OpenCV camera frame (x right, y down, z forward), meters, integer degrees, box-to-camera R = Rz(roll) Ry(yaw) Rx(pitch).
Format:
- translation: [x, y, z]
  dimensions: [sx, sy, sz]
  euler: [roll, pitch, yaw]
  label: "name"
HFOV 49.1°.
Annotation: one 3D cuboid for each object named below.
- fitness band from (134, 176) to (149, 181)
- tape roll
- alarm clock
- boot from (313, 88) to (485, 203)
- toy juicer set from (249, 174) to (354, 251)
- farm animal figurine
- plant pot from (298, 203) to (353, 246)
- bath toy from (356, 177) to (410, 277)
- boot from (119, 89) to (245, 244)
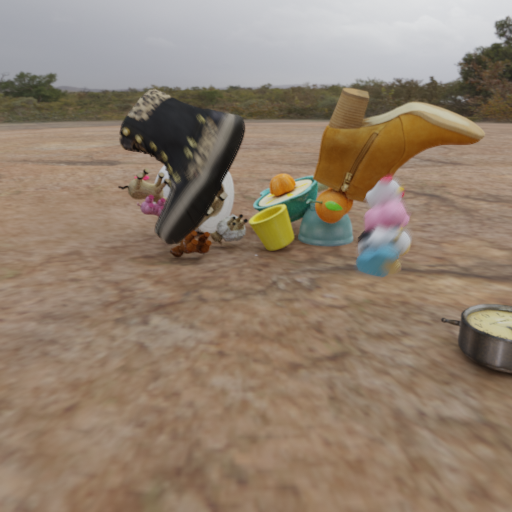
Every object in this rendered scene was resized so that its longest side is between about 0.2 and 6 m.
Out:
- translation: [-3.534, -2.398, 17.300]
  dimensions: [0.500, 0.094, 0.359]
  euler: [15, 25, 42]
  label: "fitness band"
- translation: [-1.214, -1.187, 11.064]
  dimensions: [0.965, 1.406, 1.406]
  euler: [10, 20, 32]
  label: "tape roll"
- translation: [2.692, 0.914, 5.750]
  dimensions: [0.963, 0.475, 1.428]
  euler: [-7, 16, -23]
  label: "alarm clock"
- translation: [2.267, -1.640, 9.246]
  dimensions: [2.442, 1.748, 0.859]
  euler: [16, 31, 6]
  label: "boot"
- translation: [0.948, -1.312, 10.889]
  dimensions: [2.132, 0.912, 3.351]
  euler: [-23, 17, 10]
  label: "toy juicer set"
- translation: [-1.280, -0.730, 9.797]
  dimensions: [1.782, 1.802, 0.940]
  euler: [-28, -13, -41]
  label: "farm animal figurine"
- translation: [1.308, -0.642, 10.485]
  dimensions: [1.035, 0.693, 1.035]
  euler: [0, 18, 0]
  label: "plant pot"
- translation: [1.630, -0.436, 7.029]
  dimensions: [0.628, 0.534, 1.445]
  euler: [10, 51, 7]
  label: "bath toy"
- translation: [-1.221, -1.300, 7.769]
  dimensions: [1.506, 2.000, 0.732]
  euler: [27, -3, 15]
  label: "boot"
